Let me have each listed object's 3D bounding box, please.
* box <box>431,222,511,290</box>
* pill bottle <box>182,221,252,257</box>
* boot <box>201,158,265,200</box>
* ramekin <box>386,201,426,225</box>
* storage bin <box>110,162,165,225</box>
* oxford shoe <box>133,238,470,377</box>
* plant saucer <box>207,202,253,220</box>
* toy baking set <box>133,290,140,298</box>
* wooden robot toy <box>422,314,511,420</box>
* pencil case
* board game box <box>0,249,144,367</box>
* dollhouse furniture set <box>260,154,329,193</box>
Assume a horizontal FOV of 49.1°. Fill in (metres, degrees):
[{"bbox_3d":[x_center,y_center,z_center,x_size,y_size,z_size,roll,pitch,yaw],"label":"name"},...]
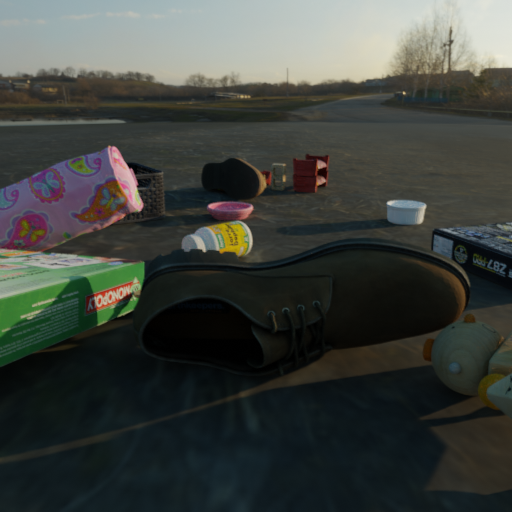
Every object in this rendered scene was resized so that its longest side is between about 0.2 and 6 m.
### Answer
[{"bbox_3d":[3.756,-0.028,7.926,1.621,0.494,2.011,-8,18,-21],"label":"box"},{"bbox_3d":[-0.589,-0.183,8.295,0.981,0.553,0.553,-14,21,-40],"label":"pill bottle"},{"bbox_3d":[-0.356,-1.887,13.678,0.980,0.956,2.598,1,11,-31],"label":"boot"},{"bbox_3d":[2.912,-0.839,10.920,0.740,0.361,0.740,-1,16,0],"label":"ramekin"},{"bbox_3d":[-2.842,-1.329,11.559,1.380,0.957,2.041,-9,19,-29],"label":"storage bin"},{"bbox_3d":[0.417,0.600,5.058,3.106,1.129,1.311,-6,26,5],"label":"oxford shoe"},{"bbox_3d":[-0.533,-0.902,11.360,0.926,0.235,0.926,0,16,0],"label":"plant saucer"},{"bbox_3d":[-0.203,0.398,6.915,1.928,0.292,2.512,3,10,29],"label":"toy baking set"},{"bbox_3d":[2.085,0.636,4.590,1.363,1.324,3.004,-1,12,38],"label":"wooden robot toy"},{"bbox_3d":[-2.881,-0.655,7.872,2.450,1.071,1.071,-23,17,2],"label":"pencil case"},{"bbox_3d":[-3.146,0.429,4.951,2.762,0.598,4.105,4,7,15],"label":"board game box"},{"bbox_3d":[0.759,-2.213,14.719,2.090,0.850,1.124,6,17,20],"label":"dollhouse furniture set"}]
